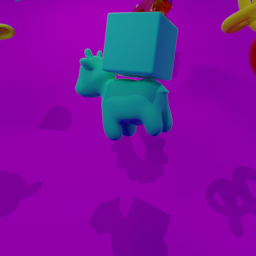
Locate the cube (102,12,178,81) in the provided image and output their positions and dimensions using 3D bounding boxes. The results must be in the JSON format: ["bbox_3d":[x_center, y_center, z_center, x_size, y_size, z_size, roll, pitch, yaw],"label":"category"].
[{"bbox_3d":[0.210,-1.264,4.463,0.869,0.869,0.869,10,7,26],"label":"cube"}]

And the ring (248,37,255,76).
[{"bbox_3d":[2.988,-1.168,5.226,0.323,1.613,1.613,-42,61,-12],"label":"ring"}]

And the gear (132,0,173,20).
[{"bbox_3d":[0.191,-2.106,6.244,0.359,1.943,1.943,29,47,-23],"label":"gear"}]

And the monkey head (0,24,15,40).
[{"bbox_3d":[-3.075,-1.641,4.948,1.855,1.334,1.118,5,68,1],"label":"monkey head"}]

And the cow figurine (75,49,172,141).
[{"bbox_3d":[-0.096,-0.620,4.681,1.630,1.604,0.895,-8,4,32],"label":"cow figurine"}]

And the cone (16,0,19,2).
[{"bbox_3d":[-2.308,-3.289,6.484,0.927,0.927,0.931,35,86,25],"label":"cone"}]

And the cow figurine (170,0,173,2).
[{"bbox_3d":[1.215,-4.685,8.646,0.943,1.718,1.691,13,51,-3],"label":"cow figurine"}]

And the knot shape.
[{"bbox_3d":[2.174,-2.035,4.637,0.587,1.271,1.189,26,26,-16],"label":"knot shape"}]
